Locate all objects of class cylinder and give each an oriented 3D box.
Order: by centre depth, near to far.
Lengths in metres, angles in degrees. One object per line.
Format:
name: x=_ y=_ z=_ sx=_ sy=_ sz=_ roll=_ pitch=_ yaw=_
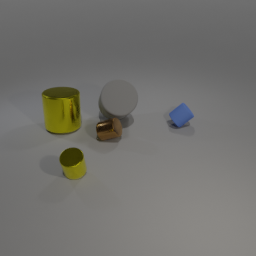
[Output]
cylinder: x=-1.603 y=1.046 z=8.223 sx=0.700 sy=0.700 sz=0.700 roll=-1 pitch=49 yaw=1
cylinder: x=-0.664 y=0.042 z=9.986 sx=0.700 sy=0.700 sz=0.700 roll=-14 pitch=23 yaw=24
cylinder: x=-2.520 y=-0.713 z=10.718 sx=1.400 sy=1.400 sz=1.400 roll=2 pitch=26 yaw=-1
cylinder: x=2.074 y=-0.504 z=10.868 sx=0.700 sy=0.700 sz=0.700 roll=-39 pitch=23 yaw=19
cylinder: x=-0.420 y=-1.066 z=10.935 sx=1.400 sy=1.400 sz=1.400 roll=-6 pitch=-4 yaw=-10
